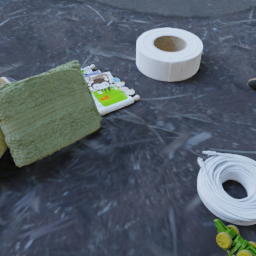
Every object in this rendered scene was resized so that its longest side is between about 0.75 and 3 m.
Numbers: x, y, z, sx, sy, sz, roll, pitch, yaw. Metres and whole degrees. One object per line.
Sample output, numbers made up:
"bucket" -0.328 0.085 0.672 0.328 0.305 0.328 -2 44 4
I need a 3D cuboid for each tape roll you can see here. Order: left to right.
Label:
"tape roll" 1.589 -2.927 10.987 2.573 0.900 2.573 1 46 -1

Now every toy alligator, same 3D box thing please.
"toy alligator" 2.535 2.725 5.867 1.945 0.467 0.645 39 26 32

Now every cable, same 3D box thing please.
"cable" 2.657 1.481 6.948 1.872 0.648 1.873 5 47 3

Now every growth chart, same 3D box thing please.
"growth chart" -1.105 -1.421 10.015 2.042 0.250 2.822 -31 54 -28

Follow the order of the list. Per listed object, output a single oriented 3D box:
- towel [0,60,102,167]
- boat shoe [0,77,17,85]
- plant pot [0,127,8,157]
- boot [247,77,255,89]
"towel" -2.114 -0.456 7.706 0.543 2.207 2.975 -3 23 47
"boat shoe" -3.352 -1.062 8.970 0.716 0.795 2.209 -27 46 -37
"plant pot" -4.585 -0.112 6.993 2.700 1.916 2.700 -12 54 16
"boot" 4.774 -1.220 9.662 1.332 0.516 0.921 17 54 17
